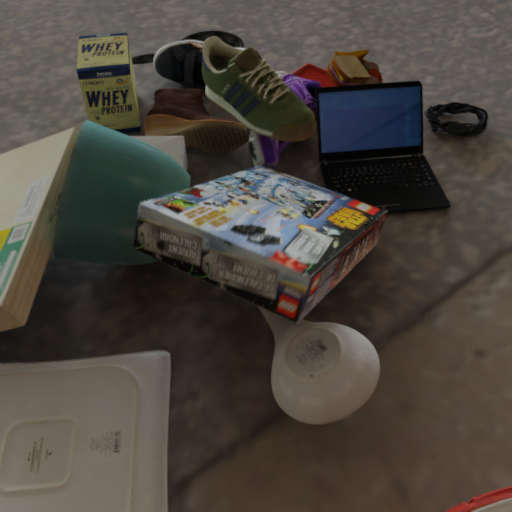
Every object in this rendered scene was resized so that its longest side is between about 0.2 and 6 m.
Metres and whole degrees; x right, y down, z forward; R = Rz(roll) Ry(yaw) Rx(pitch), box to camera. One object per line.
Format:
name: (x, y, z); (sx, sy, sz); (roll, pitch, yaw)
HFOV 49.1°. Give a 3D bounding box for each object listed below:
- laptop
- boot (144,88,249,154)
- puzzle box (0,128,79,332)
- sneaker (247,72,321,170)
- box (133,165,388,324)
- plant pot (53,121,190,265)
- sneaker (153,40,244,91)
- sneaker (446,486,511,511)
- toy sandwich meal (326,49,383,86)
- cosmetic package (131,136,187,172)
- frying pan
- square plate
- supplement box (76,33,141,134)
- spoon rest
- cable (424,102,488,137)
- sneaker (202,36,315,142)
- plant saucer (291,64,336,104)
laptop: (2.236, -1.945, 10.026); (2.060, 1.201, 2.325); (-6, 48, -4)
boot: (-1.146, -2.828, 11.113); (2.111, 0.764, 1.756); (-1, 49, 4)
puzzle box: (-4.068, -0.322, 8.455); (2.486, 0.475, 3.736); (-13, 46, 17)
sneaker: (0.599, -2.641, 10.589); (1.211, 1.171, 2.903); (8, 48, 16)
box: (0.273, -0.400, 7.998); (2.371, 0.691, 3.463); (23, 25, 20)
plant pot: (-1.950, -0.793, 8.509); (1.677, 2.090, 2.090); (13, 46, -13)
sneaker: (-1.053, -4.085, 12.147); (2.377, 0.932, 0.944); (-2, 42, -4)
sneaker: (3.141, 3.266, 5.192); (3.526, 1.381, 2.037); (-10, 47, -8)
toy sandwich meal: (2.143, -3.968, 11.977); (1.375, 0.471, 1.375); (7, 58, -12)
cosmetic package: (-2.136, -1.559, 9.920); (1.760, 0.747, 0.947); (1, 55, -1)
frying pan: (-1.455, -4.549, 12.929); (2.648, 0.431, 1.602); (-37, 56, -26)
square plate: (-2.507, 2.389, 6.611); (2.926, 0.420, 2.953); (-4, 48, -3)
supplement box: (-2.919, -3.429, 11.198); (0.972, 1.447, 1.448); (-8, 48, -7)
spoon rest: (0.547, 1.040, 7.360); (1.361, 0.830, 2.740); (-32, 44, -4)
cable: (4.104, -2.809, 11.462); (1.257, 0.319, 1.026); (-8, 43, -4)
sneaker: (-0.077, -2.852, 9.295); (0.841, 1.126, 2.509); (-38, 54, -22)
plant saucer: (1.243, -3.652, 12.203); (1.553, 0.286, 1.556); (32, 56, 26)
